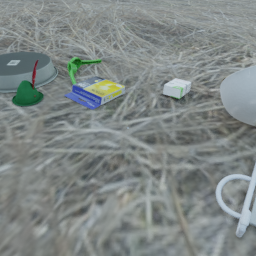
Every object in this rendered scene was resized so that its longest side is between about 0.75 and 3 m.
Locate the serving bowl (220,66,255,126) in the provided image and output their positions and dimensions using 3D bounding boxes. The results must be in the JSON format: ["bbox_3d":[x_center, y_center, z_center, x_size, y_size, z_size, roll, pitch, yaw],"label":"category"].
[{"bbox_3d":[3.587,-0.524,6.440,2.843,2.843,0.935,5,78,8],"label":"serving bowl"}]

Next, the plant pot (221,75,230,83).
[{"bbox_3d":[3.455,-1.391,8.527,0.885,0.829,0.829,-33,42,-14],"label":"plant pot"}]

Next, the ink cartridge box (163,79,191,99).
[{"bbox_3d":[1.590,-1.283,9.026,0.590,0.341,0.811,21,34,28],"label":"ink cartridge box"}]

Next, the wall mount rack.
[{"bbox_3d":[2.876,0.953,4.552,2.605,0.971,2.263,16,63,23],"label":"wall mount rack"}]

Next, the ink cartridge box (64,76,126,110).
[{"bbox_3d":[-1.069,-1.185,8.958,1.404,0.334,1.421,26,39,34],"label":"ink cartridge box"}]

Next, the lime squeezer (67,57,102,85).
[{"bbox_3d":[-1.866,-2.186,10.506,0.941,0.502,2.664,33,34,-6],"label":"lime squeezer"}]

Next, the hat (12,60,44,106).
[{"bbox_3d":[-3.153,-1.379,8.593,0.962,1.023,1.162,-7,34,-11],"label":"hat"}]

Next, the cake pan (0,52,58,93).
[{"bbox_3d":[-4.056,-2.138,10.218,2.889,0.530,2.889,0,33,0],"label":"cake pan"}]
